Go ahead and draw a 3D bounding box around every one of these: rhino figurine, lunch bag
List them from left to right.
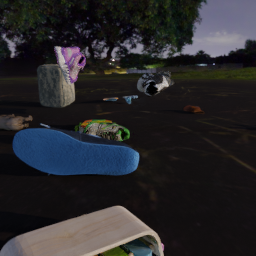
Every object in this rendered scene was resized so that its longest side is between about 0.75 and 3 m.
[{"bbox_3d":[-4.436,-0.218,10.119,1.820,0.544,0.796,3,12,20],"label":"rhino figurine"},{"bbox_3d":[-3.858,-2.437,15.827,1.695,2.432,2.040,5,19,18],"label":"lunch bag"}]

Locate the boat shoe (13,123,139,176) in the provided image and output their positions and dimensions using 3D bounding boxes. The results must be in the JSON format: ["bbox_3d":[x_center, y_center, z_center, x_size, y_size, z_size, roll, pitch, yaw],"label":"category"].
[{"bbox_3d":[-1.093,0.586,6.028,2.577,1.084,0.885,15,4,-6],"label":"boat shoe"}]

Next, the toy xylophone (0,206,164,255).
[{"bbox_3d":[-0.422,1.413,2.956,1.925,0.484,1.409,-6,14,-24],"label":"toy xylophone"}]

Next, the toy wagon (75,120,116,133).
[{"bbox_3d":[-1.096,-0.068,9.890,1.306,0.333,1.683,1,13,3],"label":"toy wagon"}]

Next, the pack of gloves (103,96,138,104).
[{"bbox_3d":[-0.449,-1.681,17.292,2.042,0.480,2.430,-7,7,-2],"label":"pack of gloves"}]

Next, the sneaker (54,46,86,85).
[{"bbox_3d":[-1.598,-1.847,8.233,0.768,0.698,1.736,-18,-12,-7],"label":"sneaker"}]

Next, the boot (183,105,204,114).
[{"bbox_3d":[3.178,-0.834,13.670,0.862,0.313,0.915,7,20,-3],"label":"boot"}]

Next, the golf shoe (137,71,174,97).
[{"bbox_3d":[0.858,-1.780,11.607,1.040,0.856,2.201,-40,16,-26],"label":"golf shoe"}]

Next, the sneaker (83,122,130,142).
[{"bbox_3d":[-0.615,0.168,8.069,0.741,0.679,1.739,10,16,36],"label":"sneaker"}]
